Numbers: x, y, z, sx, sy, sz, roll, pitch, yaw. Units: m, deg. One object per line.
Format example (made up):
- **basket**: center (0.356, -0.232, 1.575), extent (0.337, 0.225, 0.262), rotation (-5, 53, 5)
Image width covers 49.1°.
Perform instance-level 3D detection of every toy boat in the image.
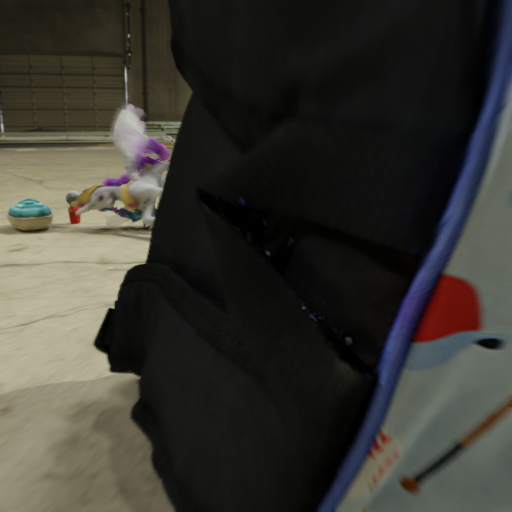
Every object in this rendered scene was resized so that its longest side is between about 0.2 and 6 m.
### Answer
- **toy boat**: center (-4.449, -0.971, 11.806), extent (1.515, 0.704, 1.273), rotation (-9, 16, -31)

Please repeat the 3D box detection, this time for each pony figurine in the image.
- **pony figurine**: center (-2.255, -1.629, 11.686), extent (2.642, 2.200, 2.550), rotation (5, 47, 16)

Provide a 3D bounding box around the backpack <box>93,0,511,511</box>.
- **backpack**: center (0.619, -0.134, 3.274), extent (2.928, 3.801, 3.620), rotation (11, 15, -12)
